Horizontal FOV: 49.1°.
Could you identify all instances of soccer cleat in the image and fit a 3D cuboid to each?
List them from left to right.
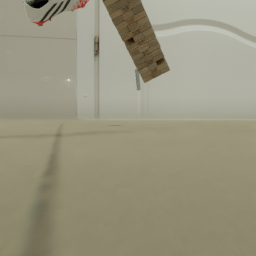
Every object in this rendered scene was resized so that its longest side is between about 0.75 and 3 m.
[{"bbox_3d":[-1.801,-3.531,7.506,2.131,0.731,0.908,-30,-12,-6],"label":"soccer cleat"}]

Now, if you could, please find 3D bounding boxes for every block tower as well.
[{"bbox_3d":[0.151,-2.195,6.149,0.766,2.649,0.715,-26,42,11],"label":"block tower"}]

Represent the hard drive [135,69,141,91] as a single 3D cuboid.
[{"bbox_3d":[0.394,-1.936,11.399,0.163,0.816,1.238,-6,7,2],"label":"hard drive"}]
